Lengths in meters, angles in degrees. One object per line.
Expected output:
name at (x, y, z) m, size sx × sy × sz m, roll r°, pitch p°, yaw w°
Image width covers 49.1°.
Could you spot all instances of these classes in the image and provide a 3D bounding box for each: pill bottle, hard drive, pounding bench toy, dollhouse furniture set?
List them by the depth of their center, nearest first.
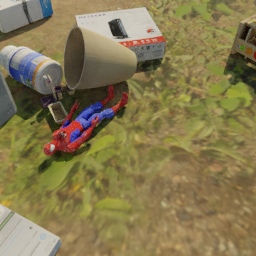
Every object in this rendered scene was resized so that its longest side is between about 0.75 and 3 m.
hard drive at (-3.970, -0.854, 7.194) m, size 0.428 × 2.604 × 1.817 m, roll 24°, pitch 53°, yaw 18°
dollhouse furniture set at (-1.982, -0.957, 8.344) m, size 1.125 × 1.008 × 1.420 m, roll -22°, pitch 53°, yaw -18°
pill bottle at (-3.214, -1.966, 9.142) m, size 2.013 × 1.128 × 1.128 m, roll 27°, pitch 54°, yaw 23°
pounding bench toy at (4.839, -3.321, 9.699) m, size 1.267 × 2.040 × 1.591 m, roll -30°, pitch 55°, yaw -24°

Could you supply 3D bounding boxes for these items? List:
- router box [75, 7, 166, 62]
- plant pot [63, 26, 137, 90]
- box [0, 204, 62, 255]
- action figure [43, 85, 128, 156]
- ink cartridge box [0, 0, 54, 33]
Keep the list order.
router box at (-0.390, -3.523, 10.734) m, size 2.948 × 0.720 × 2.646 m, roll -11°, pitch 50°, yaw -10°
plant pot at (-0.795, -2.092, 8.919) m, size 2.004 × 1.877 × 1.877 m, roll 0°, pitch 45°, yaw -30°
box at (-2.477, 2.526, 5.778) m, size 1.740 × 0.358 × 1.357 m, roll 20°, pitch 53°, yaw 18°
action figure at (-1.224, -0.214, 7.952) m, size 0.956 × 0.755 × 2.922 m, roll 33°, pitch 59°, yaw 22°
ink cartridge box at (-4.742, -5.230, 12.022) m, size 2.389 × 1.026 × 1.750 m, roll -35°, pitch 58°, yaw -28°
